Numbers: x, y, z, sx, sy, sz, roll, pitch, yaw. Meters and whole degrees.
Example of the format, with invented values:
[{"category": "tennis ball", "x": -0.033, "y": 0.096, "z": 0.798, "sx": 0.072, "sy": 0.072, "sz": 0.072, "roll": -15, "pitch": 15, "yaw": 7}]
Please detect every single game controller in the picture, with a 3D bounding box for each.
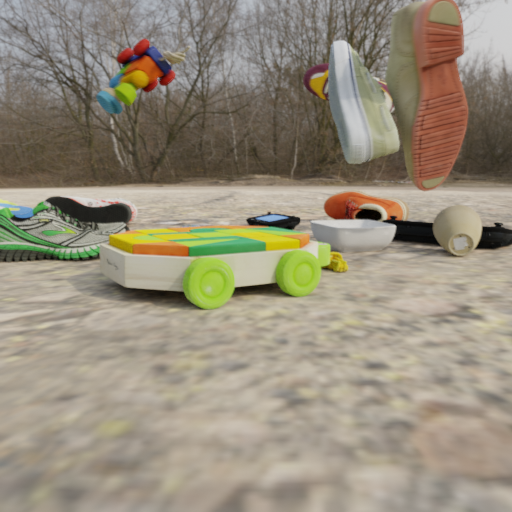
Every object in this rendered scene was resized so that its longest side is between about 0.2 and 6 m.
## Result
[{"category": "game controller", "x": 0.450, "y": -0.983, "z": 15.720, "sx": 1.016, "sy": 0.410, "sz": 1.948, "roll": -3, "pitch": 9, "yaw": -22}, {"category": "game controller", "x": 4.291, "y": -0.570, "z": 12.494, "sx": 2.842, "sy": 0.598, "sz": 1.482, "roll": 8, "pitch": 13, "yaw": 39}]

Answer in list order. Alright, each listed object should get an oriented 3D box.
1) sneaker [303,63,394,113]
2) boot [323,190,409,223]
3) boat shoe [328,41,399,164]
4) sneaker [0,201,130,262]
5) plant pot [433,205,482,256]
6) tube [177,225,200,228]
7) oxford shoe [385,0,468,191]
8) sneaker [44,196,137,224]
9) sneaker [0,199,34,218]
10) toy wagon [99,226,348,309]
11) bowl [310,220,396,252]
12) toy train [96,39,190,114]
[{"category": "sneaker", "x": 2.071, "y": -3.828, "z": 12.867, "sx": 2.383, "sy": 0.893, "sz": 1.073, "roll": 20, "pitch": 32, "yaw": 21}, {"category": "boot", "x": 2.918, "y": -1.351, "z": 16.422, "sx": 2.704, "sy": 1.015, "sz": 1.450, "roll": 9, "pitch": 18, "yaw": 40}, {"category": "boat shoe", "x": 1.881, "y": -2.807, "z": 10.193, "sx": 0.892, "sy": 2.877, "sz": 1.036, "roll": -4, "pitch": -31, "yaw": -2}, {"category": "sneaker", "x": -3.602, "y": -0.463, "z": 10.312, "sx": 2.500, "sy": 1.065, "sz": 0.975, "roll": -1, "pitch": 9, "yaw": -13}, {"category": "plant pot", "x": 3.916, "y": -0.393, "z": 10.834, "sx": 0.934, "sy": 0.934, "sz": 0.997, "roll": 2, "pitch": 23, "yaw": 15}, {"category": "tube", "x": -1.904, "y": -0.578, "z": 13.695, "sx": 1.206, "sy": 0.304, "sz": 0.467, "roll": 0, "pitch": -5, "yaw": 27}, {"category": "oxford shoe", "x": 2.918, "y": -2.771, "z": 9.876, "sx": 1.136, "sy": 3.208, "sz": 1.184, "roll": -13, "pitch": 22, "yaw": -25}, {"category": "sneaker", "x": -4.769, "y": -1.295, "z": 16.380, "sx": 2.543, "sy": 0.849, "sz": 1.363, "roll": 4, "pitch": 8, "yaw": 1}, {"category": "sneaker", "x": -4.865, "y": -0.628, "z": 11.002, "sx": 1.633, "sy": 1.177, "sz": 3.108, "roll": 1, "pitch": 8, "yaw": 1}, {"category": "toy wagon", "x": -0.293, "y": -0.004, "z": 8.367, "sx": 3.795, "sy": 0.751, "sz": 2.945, "roll": -5, "pitch": 11, "yaw": -30}, {"category": "bowl", "x": 1.996, "y": -0.422, "z": 11.680, "sx": 1.493, "sy": 0.558, "sz": 1.495, "roll": -3, "pitch": 9, "yaw": -18}, {"category": "toy train", "x": -1.741, "y": -2.687, "z": 8.453, "sx": 0.730, "sy": 0.998, "sz": 1.724, "roll": 47, "pitch": -22, "yaw": -29}]
